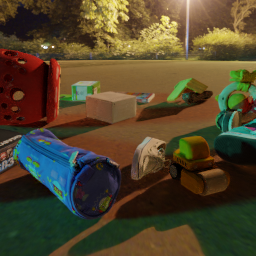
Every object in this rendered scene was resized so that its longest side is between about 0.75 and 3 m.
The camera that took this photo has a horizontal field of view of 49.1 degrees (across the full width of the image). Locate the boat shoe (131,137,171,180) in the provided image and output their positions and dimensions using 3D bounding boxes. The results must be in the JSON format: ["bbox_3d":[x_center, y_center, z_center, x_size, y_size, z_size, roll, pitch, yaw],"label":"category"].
[{"bbox_3d":[0.663,0.762,7.009,0.807,0.700,1.894,7,17,17],"label":"boat shoe"}]

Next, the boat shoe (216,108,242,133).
[{"bbox_3d":[3.523,-0.207,9.909,0.780,0.924,2.591,5,11,26],"label":"boat shoe"}]

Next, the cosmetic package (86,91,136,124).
[{"bbox_3d":[-0.710,-0.915,11.968,1.556,0.957,1.551,14,22,38],"label":"cosmetic package"}]

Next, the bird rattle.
[{"bbox_3d":[4.734,-1.114,11.203,2.077,2.547,1.435,-35,7,19],"label":"bird rattle"}]

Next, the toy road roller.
[{"bbox_3d":[1.589,0.789,6.373,0.861,1.023,1.402,-8,19,-23],"label":"toy road roller"}]

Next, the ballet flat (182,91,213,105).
[{"bbox_3d":[3.792,-1.637,15.110,0.933,0.642,2.769,-11,0,41],"label":"ballet flat"}]

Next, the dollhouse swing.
[{"bbox_3d":[3.136,-1.806,14.992,1.444,1.397,1.589,26,-4,-14],"label":"dollhouse swing"}]

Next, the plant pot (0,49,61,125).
[{"bbox_3d":[-3.975,-1.473,10.837,2.606,2.862,2.862,4,16,-13],"label":"plant pot"}]

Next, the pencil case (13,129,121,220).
[{"bbox_3d":[-1.405,0.809,5.959,2.925,1.271,1.142,18,53,46],"label":"pencil case"}]

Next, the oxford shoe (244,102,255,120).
[{"bbox_3d":[5.314,-0.687,11.600,1.989,0.744,0.701,3,17,10],"label":"oxford shoe"}]

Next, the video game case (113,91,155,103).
[{"bbox_3d":[0.068,-1.792,16.031,2.632,0.230,1.882,4,17,14],"label":"video game case"}]

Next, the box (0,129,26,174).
[{"bbox_3d":[-4.503,0.711,7.099,2.940,0.736,2.962,6,21,22],"label":"box"}]

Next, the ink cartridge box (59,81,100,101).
[{"bbox_3d":[-2.934,-2.129,15.969,2.407,0.912,1.779,3,17,6],"label":"ink cartridge box"}]

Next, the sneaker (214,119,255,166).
[{"bbox_3d":[3.971,0.490,7.181,1.793,1.242,2.970,-24,27,-34],"label":"sneaker"}]
